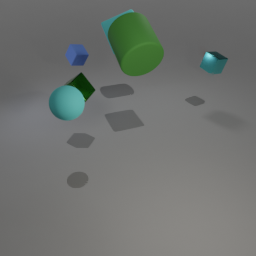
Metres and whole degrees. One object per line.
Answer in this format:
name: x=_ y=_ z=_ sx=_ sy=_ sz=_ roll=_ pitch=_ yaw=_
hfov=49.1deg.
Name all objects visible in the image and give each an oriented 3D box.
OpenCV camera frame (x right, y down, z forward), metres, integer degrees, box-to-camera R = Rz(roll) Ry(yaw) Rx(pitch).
cylinder: x=-0.220 y=-4.005 z=11.741 sx=1.400 sy=1.400 sz=1.400 roll=-23 pitch=33 yaw=3
cube: x=-2.374 y=-3.393 z=13.024 sx=0.700 sy=0.700 sz=0.700 roll=-13 pitch=63 yaw=-42
cylinder: x=0.223 y=-2.591 z=8.744 sx=1.400 sy=1.400 sz=1.400 roll=-12 pitch=61 yaw=-18
cube: x=3.578 y=-2.721 z=11.699 sx=0.700 sy=0.700 sz=0.700 roll=-13 pitch=45 yaw=-35
cube: x=-1.548 y=-1.107 z=8.417 sx=0.700 sy=0.700 sz=0.700 roll=-24 pitch=23 yaw=35
ball: x=-1.223 y=-0.497 z=5.604 sx=0.700 sy=0.700 sz=0.700 roll=0 pitch=32 yaw=0
